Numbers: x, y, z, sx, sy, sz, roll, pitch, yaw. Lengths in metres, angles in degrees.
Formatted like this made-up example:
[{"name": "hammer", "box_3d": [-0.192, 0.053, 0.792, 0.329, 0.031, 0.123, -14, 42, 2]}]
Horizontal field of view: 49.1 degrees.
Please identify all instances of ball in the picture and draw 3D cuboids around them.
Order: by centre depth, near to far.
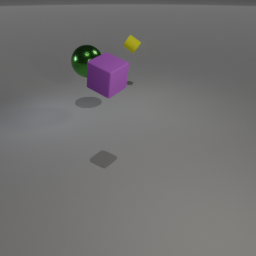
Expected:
[{"name": "ball", "box_3d": [-1.782, -2.916, 12.250, 1.400, 1.400, 1.400, 0, 27, 0]}]

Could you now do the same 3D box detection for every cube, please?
[{"name": "cube", "box_3d": [-0.478, -1.244, 6.585, 0.700, 0.700, 0.700, 30, 45, 23]}]

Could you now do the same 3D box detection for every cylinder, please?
[{"name": "cylinder", "box_3d": [0.220, -4.460, 14.922, 0.700, 0.700, 0.700, 35, 29, -6]}]
